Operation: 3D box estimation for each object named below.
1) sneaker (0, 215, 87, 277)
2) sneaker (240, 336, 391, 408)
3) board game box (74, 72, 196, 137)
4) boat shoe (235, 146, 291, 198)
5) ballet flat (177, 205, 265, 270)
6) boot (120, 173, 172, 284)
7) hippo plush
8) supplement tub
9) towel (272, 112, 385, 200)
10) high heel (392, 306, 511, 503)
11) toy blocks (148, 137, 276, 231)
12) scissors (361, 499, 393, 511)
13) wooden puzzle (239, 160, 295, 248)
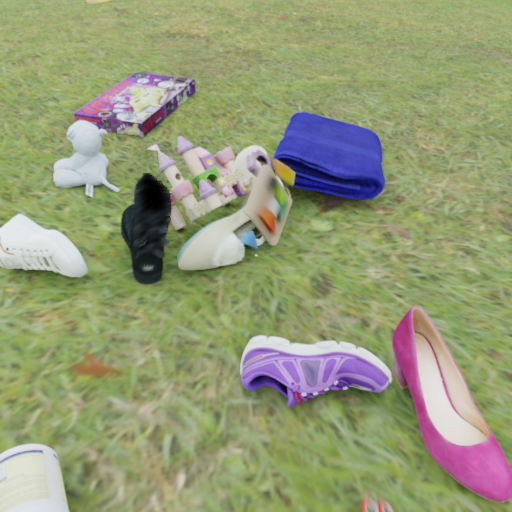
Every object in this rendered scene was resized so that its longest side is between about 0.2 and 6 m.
[{"bbox_3d":[-4.260,0.032,10.765,2.546,0.927,1.078,20,49,37],"label":"sneaker"},{"bbox_3d":[0.866,1.865,8.439,2.277,0.918,0.950,2,51,17],"label":"sneaker"},{"bbox_3d":[-3.656,-4.808,17.488,2.261,0.608,3.767,8,37,17],"label":"board game box"},{"bbox_3d":[0.161,-1.822,13.273,0.877,0.727,2.442,-36,38,6],"label":"boat shoe"},{"bbox_3d":[-0.396,-0.378,11.250,0.947,0.947,2.726,23,43,28],"label":"ballet flat"},{"bbox_3d":[-2.105,-0.760,10.668,0.822,1.820,2.221,-3,46,-17],"label":"boot"},{"bbox_3d":[-4.257,-2.436,13.487,1.430,1.444,1.795,-13,39,-17],"label":"hippo plush"},{"bbox_3d":[-2.733,2.979,6.711,0.857,0.857,1.182,-15,40,-19],"label":"supplement tub"},{"bbox_3d":[1.831,-2.474,13.862,2.576,0.864,3.488,16,32,2],"label":"towel"},{"bbox_3d":[2.713,1.939,7.741,0.904,1.288,2.685,-8,37,-10],"label":"high heel"},{"bbox_3d":[-1.070,-1.843,11.798,1.908,1.719,2.042,-31,6,-36],"label":"toy blocks"},{"bbox_3d":[1.448,3.424,6.548,0.471,0.090,1.288,28,31,-9],"label":"scissors"},{"bbox_3d":[0.300,-1.013,11.176,0.239,1.377,2.041,7,73,33],"label":"wooden puzzle"}]
